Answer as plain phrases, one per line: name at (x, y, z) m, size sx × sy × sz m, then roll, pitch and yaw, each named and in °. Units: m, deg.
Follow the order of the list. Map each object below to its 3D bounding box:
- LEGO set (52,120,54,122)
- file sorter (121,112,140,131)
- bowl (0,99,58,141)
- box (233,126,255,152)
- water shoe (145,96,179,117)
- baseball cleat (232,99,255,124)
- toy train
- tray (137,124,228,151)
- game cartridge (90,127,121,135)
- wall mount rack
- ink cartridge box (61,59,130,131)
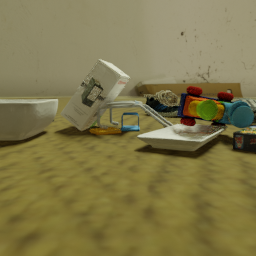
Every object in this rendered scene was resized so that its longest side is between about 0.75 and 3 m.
LEGO set at (-3.228, -0.212, 11.115) m, size 0.546 × 0.238 × 0.840 m, roll 3°, pitch 21°, yaw 32°
file sorter at (0.078, -0.230, 9.733) m, size 0.638 × 0.564 × 0.920 m, roll -1°, pitch 8°, yaw 1°
bowl at (-3.756, -0.319, 8.484) m, size 2.927 × 1.094 × 2.931 m, roll 0°, pitch 9°, yaw 2°
box at (3.755, 0.310, 6.390) m, size 2.203 × 0.415 × 1.505 m, roll 7°, pitch 10°, yaw 40°
water shoe at (1.856, -1.162, 14.551) m, size 0.959 × 1.059 × 2.683 m, roll -8°, pitch 11°, yaw -43°
baseball cleat at (4.868, -0.584, 10.608) m, size 2.942 × 1.026 × 1.566 m, roll 5°, pitch 9°, yaw 37°
toy train at (1.919, -0.574, 7.897) m, size 2.824 × 1.195 × 1.634 m, roll 9°, pitch 8°, yaw -7°
tray at (1.567, 0.208, 7.382) m, size 1.573 × 0.325 × 2.930 m, roll 4°, pitch 8°, yaw 29°
game cartridge at (-0.731, 0.101, 9.003) m, size 0.812 × 0.132 × 0.715 m, roll -7°, pitch 10°, yaw -27°
wall mount rack at (0.323, -0.419, 9.485) m, size 2.372 × 1.018 × 2.730 m, roll -1°, pitch 5°, yaw 12°
ink cartridge box at (-1.078, -1.149, 9.797) m, size 0.962 × 2.290 × 1.666 m, roll 39°, pitch 13°, yaw 3°
